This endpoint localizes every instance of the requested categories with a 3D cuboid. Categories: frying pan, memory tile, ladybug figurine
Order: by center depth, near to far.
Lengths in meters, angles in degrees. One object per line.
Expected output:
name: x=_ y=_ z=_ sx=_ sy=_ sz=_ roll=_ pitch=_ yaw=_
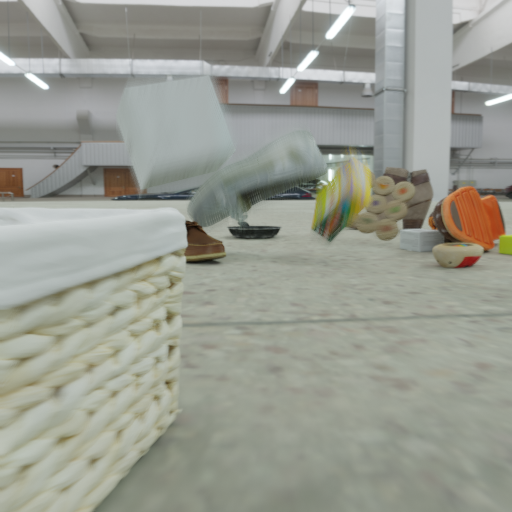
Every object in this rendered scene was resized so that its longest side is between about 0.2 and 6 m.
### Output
ladybug figurine: x=3.252 y=-0.006 z=9.019 sx=1.003 sy=0.361 sz=0.681 roll=-5 pitch=9 yaw=-37
memory tile: x=2.422 y=-1.211 z=12.400 sx=1.888 sy=1.447 sz=0.158 roll=21 pitch=-13 yaw=28
frying pan: x=-0.311 y=-0.670 z=14.366 sx=1.375 sy=0.370 sz=2.273 roll=-4 pitch=6 yaw=-36

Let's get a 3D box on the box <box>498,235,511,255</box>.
box: x=5.432 y=-0.170 z=10.237 sx=0.973 sy=0.380 sz=1.596 roll=-4 pitch=8 yaw=-31

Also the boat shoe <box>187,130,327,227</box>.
boat shoe: x=-0.037 y=-1.277 z=10.562 sx=2.824 sy=0.906 sz=1.041 roll=-29 pitch=-19 yaw=12

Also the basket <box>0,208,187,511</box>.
basket: x=-1.186 y=0.417 z=2.318 sx=1.314 sy=1.196 sz=1.939 roll=1 pitch=6 yaw=13

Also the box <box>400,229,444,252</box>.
box: x=3.341 y=-0.316 z=11.299 sx=0.632 sy=0.413 sz=0.628 roll=-3 pitch=8 yaw=-24

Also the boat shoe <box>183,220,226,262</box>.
boat shoe: x=-1.255 y=-0.281 z=9.857 sx=0.740 sy=0.694 sz=2.056 roll=-5 pitch=9 yaw=-36

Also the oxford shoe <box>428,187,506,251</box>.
oxford shoe: x=4.137 y=-0.599 z=11.517 sx=1.298 sy=1.269 sz=3.560 roll=-16 pitch=-9 yaw=33

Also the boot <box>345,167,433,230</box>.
boot: x=3.828 y=-1.654 z=16.219 sx=2.504 sy=1.831 sz=0.879 roll=3 pitch=9 yaw=22

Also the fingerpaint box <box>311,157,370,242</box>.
fingerpaint box: x=1.473 y=-0.979 z=9.616 sx=0.450 sy=1.024 sz=1.228 roll=34 pitch=32 yaw=-11

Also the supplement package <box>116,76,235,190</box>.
supplement package: x=-1.398 y=-2.090 z=9.550 sx=1.484 sy=1.419 sz=1.091 roll=-17 pitch=-4 yaw=-24
